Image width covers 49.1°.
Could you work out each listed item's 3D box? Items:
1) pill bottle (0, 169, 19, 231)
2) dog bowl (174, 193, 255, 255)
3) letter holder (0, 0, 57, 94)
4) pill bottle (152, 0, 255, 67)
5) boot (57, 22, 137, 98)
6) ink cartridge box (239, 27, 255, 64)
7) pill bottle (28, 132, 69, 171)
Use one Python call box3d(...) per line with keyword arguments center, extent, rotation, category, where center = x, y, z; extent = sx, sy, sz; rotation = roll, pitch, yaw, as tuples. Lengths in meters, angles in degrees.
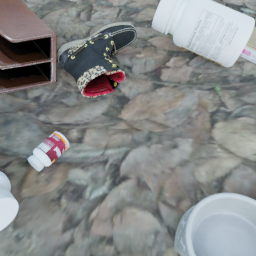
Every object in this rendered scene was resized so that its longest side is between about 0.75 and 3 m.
box3d(center=(-2.792, 1.008, 5.002), extent=(1.867, 1.040, 1.040), rotation=(33, 57, 30), category="pill bottle")
box3d(center=(1.853, 2.058, 4.885), extent=(2.030, 0.595, 2.030), rotation=(1, 49, -1), category="dog bowl")
box3d(center=(-3.629, -2.454, 7.826), extent=(2.132, 1.508, 2.999), rotation=(-20, 51, -33), category="letter holder")
box3d(center=(2.095, -2.933, 8.114), extent=(2.587, 1.479, 1.479), rotation=(25, 53, 4), category="pill bottle")
box3d(center=(-0.609, -1.997, 8.077), extent=(2.597, 0.950, 1.956), rotation=(-23, 52, -14), category="boot")
box3d(center=(4.109, -2.586, 8.869), extent=(1.115, 0.508, 1.353), rotation=(-34, 58, -25), category="ink cartridge box")
box3d(center=(-1.771, 0.526, 6.246), extent=(0.494, 0.494, 0.875), rotation=(29, 57, 22), category="pill bottle")
